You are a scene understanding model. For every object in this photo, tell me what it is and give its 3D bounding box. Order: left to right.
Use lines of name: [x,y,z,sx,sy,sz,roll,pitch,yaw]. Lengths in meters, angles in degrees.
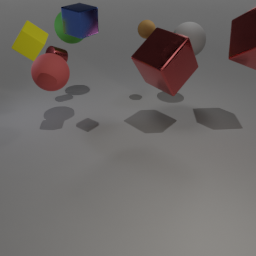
cube: [-2.846,-2.539,8.170,0.700,0.700,0.700,30,34,-27]
ball: [-2.906,-2.087,10.527,1.400,1.400,1.400,0,29,0]
cylinder: [-3.042,-3.080,11.949,0.700,0.700,0.700,24,15,37]
ball: [-2.418,-4.316,11.919,1.400,1.400,1.400,0,29,0]
cube: [-1.290,-2.914,7.589,0.700,0.700,0.700,26,42,28]
ball: [0.729,-3.858,10.953,0.700,0.700,0.700,0,29,0]
cube: [1.239,-2.184,9.272,1.400,1.400,1.400,35,81,37]
ball: [2.465,-3.592,11.448,1.400,1.400,1.400,0,29,0]
cube: [4.212,-2.797,8.766,1.400,1.400,1.400,12,-9,-25]
